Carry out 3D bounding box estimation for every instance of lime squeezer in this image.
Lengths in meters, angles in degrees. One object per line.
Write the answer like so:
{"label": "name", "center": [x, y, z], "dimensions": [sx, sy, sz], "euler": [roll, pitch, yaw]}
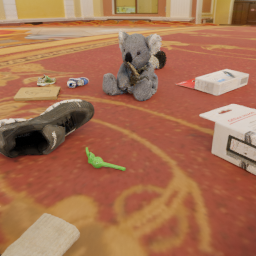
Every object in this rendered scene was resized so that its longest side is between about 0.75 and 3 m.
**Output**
{"label": "lime squeezer", "center": [-0.702, 0.686, 6.384], "dimensions": [1.374, 0.259, 0.485], "euler": [22, 32, 40]}

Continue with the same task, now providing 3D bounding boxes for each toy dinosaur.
{"label": "toy dinosaur", "center": [0.353, -1.849, 9.731], "dimensions": [0.700, 1.589, 0.377], "euler": [-13, 70, -1]}

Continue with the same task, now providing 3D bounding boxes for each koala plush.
{"label": "koala plush", "center": [0.299, -2.562, 10.943], "dimensions": [2.104, 2.373, 2.181], "euler": [13, 27, 26]}

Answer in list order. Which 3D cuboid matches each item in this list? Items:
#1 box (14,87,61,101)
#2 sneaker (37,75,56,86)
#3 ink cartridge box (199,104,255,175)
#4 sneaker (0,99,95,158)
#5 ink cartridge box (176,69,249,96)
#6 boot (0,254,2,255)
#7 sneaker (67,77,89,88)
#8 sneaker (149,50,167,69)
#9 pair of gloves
{"label": "box", "center": [-3.503, -1.349, 10.962], "dimensions": [1.573, 0.167, 1.286], "euler": [-2, 25, -6]}
{"label": "sneaker", "center": [-3.594, -2.158, 12.404], "dimensions": [0.382, 0.441, 0.995], "euler": [16, 29, 31]}
{"label": "ink cartridge box", "center": [3.044, 0.304, 6.435], "dimensions": [1.508, 0.882, 2.599], "euler": [-16, 29, -31]}
{"label": "sneaker", "center": [-1.923, 0.069, 6.999], "dimensions": [2.843, 0.945, 1.286], "euler": [-21, 34, -31]}
{"label": "ink cartridge box", "center": [3.662, -2.129, 12.232], "dimensions": [2.441, 0.546, 2.151], "euler": [-20, 32, -38]}
{"label": "boot", "center": [-2.104, 1.919, 3.528], "dimensions": [0.779, 0.391, 1.080], "euler": [13, 24, 24]}
{"label": "sneaker", "center": [-2.141, -1.892, 11.976], "dimensions": [0.907, 0.365, 0.664], "euler": [0, 31, -6]}
{"label": "sneaker", "center": [1.028, -3.575, 14.848], "dimensions": [1.059, 1.050, 2.922], "euler": [20, 29, 39]}
{"label": "pair of gloves", "center": [-1.914, 1.668, 3.453], "dimensions": [2.195, 0.385, 1.866], "euler": [11, 27, 12]}
